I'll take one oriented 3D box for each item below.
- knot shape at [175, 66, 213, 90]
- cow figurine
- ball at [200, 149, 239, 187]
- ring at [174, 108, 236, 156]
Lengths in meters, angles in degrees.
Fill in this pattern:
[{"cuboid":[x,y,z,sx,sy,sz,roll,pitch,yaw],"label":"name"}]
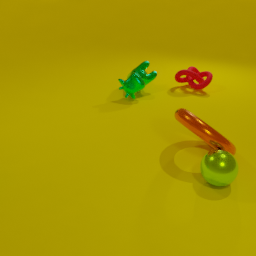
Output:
[{"cuboid":[2.643,-1.926,10.829,1.425,0.659,1.334,-9,28,-32],"label":"knot shape"},{"cuboid":[0.260,-1.727,10.381,1.680,0.937,1.708,-41,11,-15],"label":"cow figurine"},{"cuboid":[1.850,0.808,5.699,0.750,0.750,0.750,0,27,0],"label":"ball"},{"cuboid":[1.793,0.097,6.575,1.671,0.334,1.671,36,8,-6],"label":"ring"}]
